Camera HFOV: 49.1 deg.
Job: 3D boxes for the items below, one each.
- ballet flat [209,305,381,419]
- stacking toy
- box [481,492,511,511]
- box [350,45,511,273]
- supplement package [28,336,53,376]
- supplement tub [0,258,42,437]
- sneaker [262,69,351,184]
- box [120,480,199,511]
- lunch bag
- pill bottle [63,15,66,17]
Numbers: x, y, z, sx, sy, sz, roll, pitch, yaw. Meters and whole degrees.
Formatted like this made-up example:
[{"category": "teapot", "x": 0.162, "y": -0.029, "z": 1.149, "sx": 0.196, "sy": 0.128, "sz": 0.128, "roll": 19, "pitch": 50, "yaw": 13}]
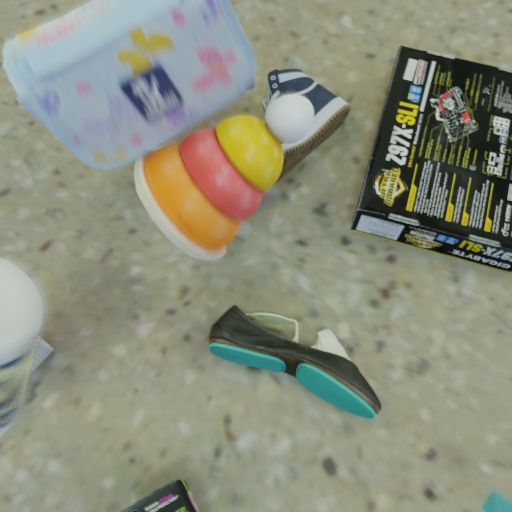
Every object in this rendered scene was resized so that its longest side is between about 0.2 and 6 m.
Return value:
[{"category": "ballet flat", "x": 0.623, "y": 1.394, "z": 8.087, "sx": 2.676, "sy": 0.910, "sz": 0.915, "roll": 22, "pitch": 61, "yaw": 8}, {"category": "stacking toy", "x": -0.204, "y": -1.115, "z": 6.799, "sx": 2.218, "sy": 1.621, "sz": 1.621, "roll": -33, "pitch": 69, "yaw": 19}, {"category": "box", "x": 2.777, "y": 2.835, "z": 5.700, "sx": 0.428, "sy": 1.040, "sz": 0.256, "roll": 38, "pitch": 87, "yaw": -8}, {"category": "box", "x": 3.306, "y": -1.701, "z": 9.326, "sx": 2.727, "sy": 0.843, "sz": 3.416, "roll": 14, "pitch": 69, "yaw": 7}, {"category": "supplement package", "x": -3.831, "y": 1.570, "z": 8.018, "sx": 0.800, "sy": 0.831, "sz": 1.461, "roll": 37, "pitch": 74, "yaw": 15}, {"category": "supplement tub", "x": -2.746, "y": 0.976, "z": 5.090, "sx": 1.308, "sy": 1.805, "sz": 1.308, "roll": 17, "pitch": 37, "yaw": -14}, {"category": "sneaker", "x": 0.275, "y": -2.179, "z": 9.450, "sx": 2.553, "sy": 0.895, "sz": 1.385, "roll": -40, "pitch": 78, "yaw": -22}, {"category": "box", "x": -1.030, "y": 3.655, "z": 7.108, "sx": 0.828, "sy": 0.989, "sz": 1.331, "roll": -27, "pitch": 71, "yaw": -10}, {"category": "lunch bag", "x": -1.339, "y": -2.243, "z": 6.687, "sx": 2.404, "sy": 2.835, "sz": 1.803, "roll": -28, "pitch": 94, "yaw": 2}, {"category": "pill bottle", "x": -3.216, "y": -3.872, "z": 10.118, "sx": 0.519, "sy": 0.934, "sz": 0.519, "roll": 0, "pitch": 68, "yaw": 0}]
